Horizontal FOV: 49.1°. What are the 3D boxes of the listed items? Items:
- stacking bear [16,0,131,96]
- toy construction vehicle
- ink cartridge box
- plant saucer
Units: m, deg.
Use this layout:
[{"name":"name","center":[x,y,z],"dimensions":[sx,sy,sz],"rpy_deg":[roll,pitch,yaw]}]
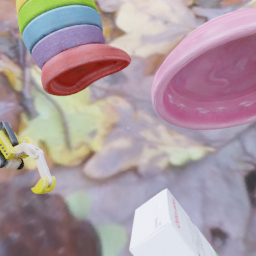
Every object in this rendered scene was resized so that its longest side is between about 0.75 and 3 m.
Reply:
[{"name":"stacking bear","center":[-1.370,-2.265,5.365],"dimensions":[1.729,1.619,2.847],"rpy_deg":[-23,86,21]},{"name":"toy construction vehicle","center":[-2.186,0.285,4.258],"dimensions":[1.967,1.713,0.693],"rpy_deg":[42,100,30]},{"name":"ink cartridge box","center":[0.791,1.850,4.019],"dimensions":[0.679,1.176,1.617],"rpy_deg":[-37,94,9]},{"name":"plant saucer","center":[1.689,-0.849,4.444],"dimensions":[2.697,2.697,0.684],"rpy_deg":[-5,64,-3]}]
